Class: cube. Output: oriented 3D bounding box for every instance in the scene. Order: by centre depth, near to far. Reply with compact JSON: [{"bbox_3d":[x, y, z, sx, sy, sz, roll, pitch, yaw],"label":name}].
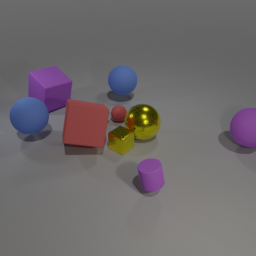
[{"bbox_3d":[-1.556,-0.196,10.064,1.400,1.400,1.400,7,9,-15],"label":"cube"},{"bbox_3d":[-0.247,0.442,10.345,0.700,0.700,0.700,23,39,32],"label":"cube"},{"bbox_3d":[-1.264,-0.563,11.512,0.700,0.700,0.700,-12,42,28],"label":"cube"},{"bbox_3d":[-3.570,-1.788,12.815,1.400,1.400,1.400,-26,56,-39],"label":"cube"}]

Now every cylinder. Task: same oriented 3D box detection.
[{"bbox_3d":[0.674,1.359,8.138,0.700,0.700,0.700,-10,28,5],"label":"cylinder"}]

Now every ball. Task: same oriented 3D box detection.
[{"bbox_3d":[4.358,-0.020,9.937,1.400,1.400,1.400,0,32,0],"label":"ball"},{"bbox_3d":[-3.708,-0.455,10.562,1.400,1.400,1.400,0,32,0],"label":"ball"},{"bbox_3d":[0.562,-0.233,10.752,1.400,1.400,1.400,0,32,0],"label":"ball"},{"bbox_3d":[-0.385,-0.628,12.018,0.700,0.700,0.700,0,32,0],"label":"ball"},{"bbox_3d":[-0.254,-2.281,13.387,1.400,1.400,1.400,0,32,0],"label":"ball"}]
